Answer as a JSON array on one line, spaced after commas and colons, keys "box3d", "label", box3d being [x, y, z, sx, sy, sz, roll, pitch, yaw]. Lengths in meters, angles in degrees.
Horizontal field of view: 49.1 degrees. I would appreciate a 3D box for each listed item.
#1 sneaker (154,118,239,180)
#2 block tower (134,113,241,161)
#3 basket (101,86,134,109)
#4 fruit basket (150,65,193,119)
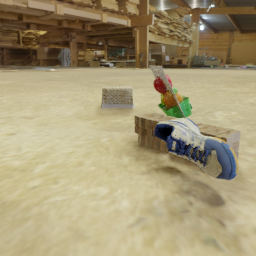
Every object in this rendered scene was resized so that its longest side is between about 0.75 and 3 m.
[{"box3d": [1.058, 0.371, 4.758, 0.763, 0.652, 1.732, -3, 23, -24], "label": "sneaker"}, {"box3d": [1.251, 0.212, 6.344, 0.754, 0.705, 2.610, -11, 19, -36], "label": "block tower"}, {"box3d": [-0.463, -1.318, 11.907, 1.405, 0.866, 0.952, -2, 14, -5], "label": "basket"}, {"box3d": [1.374, -1.211, 9.250, 0.917, 1.956, 1.811, -24, 14, -1], "label": "fruit basket"}]
